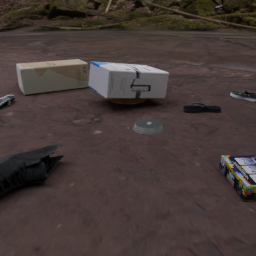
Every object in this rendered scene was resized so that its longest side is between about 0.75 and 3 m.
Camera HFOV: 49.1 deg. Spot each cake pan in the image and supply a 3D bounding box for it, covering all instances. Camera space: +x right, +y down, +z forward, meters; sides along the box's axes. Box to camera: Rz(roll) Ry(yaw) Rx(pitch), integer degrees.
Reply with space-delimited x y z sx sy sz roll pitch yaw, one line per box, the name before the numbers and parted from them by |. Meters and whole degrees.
cake pan | 0.630 -0.068 8.591 0.962 0.176 0.962 0 23 0

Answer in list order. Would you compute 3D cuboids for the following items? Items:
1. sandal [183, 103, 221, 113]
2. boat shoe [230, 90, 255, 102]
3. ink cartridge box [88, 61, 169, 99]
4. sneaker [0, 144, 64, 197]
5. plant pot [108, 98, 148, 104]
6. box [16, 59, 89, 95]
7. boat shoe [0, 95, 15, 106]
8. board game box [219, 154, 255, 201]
sandal | 2.635 -0.758 10.034 1.367 0.293 0.520 -1 23 -3
boat shoe | 4.737 -1.351 11.338 0.416 0.343 1.213 -19 30 -37
ink cartridge box | -0.001 -1.805 10.540 2.475 1.043 1.806 -4 22 -29
sneaker | -2.172 0.903 5.773 1.081 0.622 2.072 -1 20 10
plant pot | -0.057 -1.270 11.209 1.857 0.255 1.857 1 22 0
box | -3.361 -2.346 12.620 2.916 1.134 1.384 -12 26 -26
boat shoe | -4.660 -0.963 10.594 0.355 0.418 1.148 48 24 0
board game box | 2.660 1.003 5.901 1.032 0.354 1.248 0 23 -5
